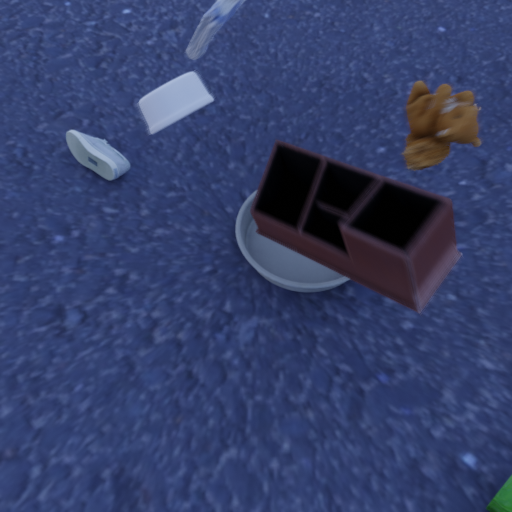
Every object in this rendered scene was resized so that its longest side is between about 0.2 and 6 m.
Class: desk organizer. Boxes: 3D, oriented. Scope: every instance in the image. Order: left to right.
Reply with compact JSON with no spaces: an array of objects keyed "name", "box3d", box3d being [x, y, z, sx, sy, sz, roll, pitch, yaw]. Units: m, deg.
[{"name":"desk organizer","box3d":[1.095,-0.482,7.151,2.737,1.054,0.981,28,68,37]}]

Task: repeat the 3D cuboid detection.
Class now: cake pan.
[{"name":"cake pan","box3d":[0.883,-0.371,9.826,2.476,0.454,2.476,0,54,0]}]

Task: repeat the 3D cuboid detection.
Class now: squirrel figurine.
[{"name":"squirrel figurine","box3d":[2.711,-1.789,8.136,0.925,1.307,1.220,14,27,-20]}]

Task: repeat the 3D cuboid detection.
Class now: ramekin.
[{"name":"ramekin","box3d":[-1.029,-1.938,7.059,0.901,0.439,0.901,-26,15,8]}]

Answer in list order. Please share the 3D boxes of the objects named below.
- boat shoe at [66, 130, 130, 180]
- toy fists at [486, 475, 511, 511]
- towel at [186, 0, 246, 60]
[{"name":"boat shoe","box3d":[-3.103,-2.020,11.034,1.581,0.551,0.563,36,45,23]},{"name":"toy fists","box3d":[3.180,3.618,6.795,2.229,0.767,1.136,-37,56,-22]},{"name":"towel","box3d":[-0.157,-4.419,9.336,0.303,1.873,2.550,42,78,-14]}]
